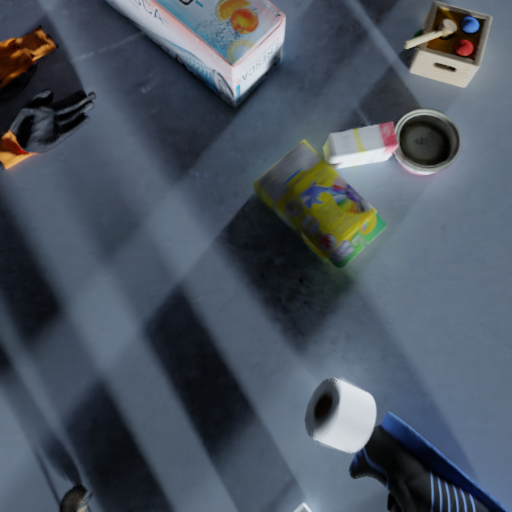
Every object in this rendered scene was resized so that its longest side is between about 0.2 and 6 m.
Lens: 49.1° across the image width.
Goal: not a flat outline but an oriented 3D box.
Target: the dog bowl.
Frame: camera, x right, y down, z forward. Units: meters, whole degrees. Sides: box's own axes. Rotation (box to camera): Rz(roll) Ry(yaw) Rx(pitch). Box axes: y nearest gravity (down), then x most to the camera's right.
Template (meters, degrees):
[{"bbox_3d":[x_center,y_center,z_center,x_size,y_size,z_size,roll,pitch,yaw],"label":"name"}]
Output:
[{"bbox_3d":[3.203,-2.131,10.731,1.310,0.483,1.310,0,77,0],"label":"dog bowl"}]

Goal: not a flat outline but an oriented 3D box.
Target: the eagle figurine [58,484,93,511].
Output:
[{"bbox_3d":[-2.959,4.290,9.161,0.689,0.685,0.908,-5,87,9],"label":"eagle figurine"}]

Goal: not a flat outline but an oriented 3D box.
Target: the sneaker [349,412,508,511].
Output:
[{"bbox_3d":[3.018,4.047,8.995,3.296,1.156,1.284,40,87,12],"label":"sneaker"}]

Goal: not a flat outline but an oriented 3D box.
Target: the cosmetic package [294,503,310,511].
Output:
[{"bbox_3d":[0.565,4.639,9.154,1.055,0.376,0.535,-39,79,-9],"label":"cosmetic package"}]

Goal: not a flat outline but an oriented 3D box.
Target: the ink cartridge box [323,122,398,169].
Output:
[{"bbox_3d":[1.922,-2.035,10.482,1.196,0.868,0.499,-11,84,-3],"label":"ink cartridge box"}]

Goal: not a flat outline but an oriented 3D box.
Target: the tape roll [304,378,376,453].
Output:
[{"bbox_3d":[1.368,2.599,9.161,0.707,1.029,1.029,26,77,-16],"label":"tape roll"}]

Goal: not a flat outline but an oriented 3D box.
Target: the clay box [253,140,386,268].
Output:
[{"bbox_3d":[1.172,-0.907,10.390,1.298,0.538,2.260,-41,80,-7],"label":"clay box"}]

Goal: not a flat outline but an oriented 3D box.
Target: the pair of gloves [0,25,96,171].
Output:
[{"bbox_3d":[-4.603,-3.182,11.071,2.324,0.322,2.608,-35,80,-8],"label":"pair of gloves"}]

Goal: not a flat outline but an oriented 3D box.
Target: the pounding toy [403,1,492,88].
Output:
[{"bbox_3d":[3.635,-4.157,10.912,1.505,1.070,1.386,17,77,4],"label":"pounding toy"}]

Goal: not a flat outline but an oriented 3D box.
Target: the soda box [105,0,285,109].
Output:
[{"bbox_3d":[-1.641,-5.074,10.854,4.653,1.591,1.479,42,80,9],"label":"soda box"}]
